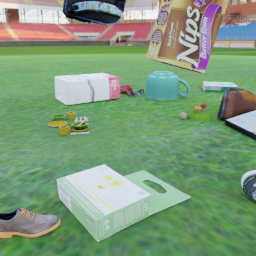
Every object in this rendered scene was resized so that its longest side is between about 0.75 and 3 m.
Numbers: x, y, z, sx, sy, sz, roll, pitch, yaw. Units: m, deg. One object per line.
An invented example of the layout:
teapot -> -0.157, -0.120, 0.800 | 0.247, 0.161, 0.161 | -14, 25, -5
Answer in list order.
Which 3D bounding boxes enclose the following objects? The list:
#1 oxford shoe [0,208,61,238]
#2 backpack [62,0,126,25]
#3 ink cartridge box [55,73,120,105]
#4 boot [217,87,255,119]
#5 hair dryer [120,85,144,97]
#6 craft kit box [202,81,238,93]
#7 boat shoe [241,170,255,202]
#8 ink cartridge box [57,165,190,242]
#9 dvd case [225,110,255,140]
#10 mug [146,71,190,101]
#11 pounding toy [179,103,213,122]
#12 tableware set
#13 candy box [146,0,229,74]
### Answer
oxford shoe -> -1.587, 1.454, 4.374 | 1.030, 0.376, 0.367 | -4, 19, -11
backpack -> -0.648, -2.567, 5.548 | 1.144, 1.044, 0.769 | 8, 8, -20
ink cartridge box -> -1.978, -1.938, 13.480 | 2.646, 1.095, 1.939 | -11, 21, -29
boot -> 5.010, -0.591, 10.335 | 2.995, 1.025, 2.819 | 20, 21, 25
hair dryer -> -0.024, -1.962, 14.626 | 1.630, 0.443, 1.242 | 6, 20, 19
craft kit box -> 5.157, -2.320, 15.819 | 1.733, 0.420, 1.712 | 3, 21, 10
boat shoe -> 3.068, 1.099, 5.083 | 1.840, 0.696, 0.555 | -9, 16, 11
ink cartridge box -> -0.062, 1.135, 5.230 | 2.064, 0.495, 1.502 | -15, 23, -33
dvd case -> 4.671, -0.271, 9.079 | 2.392, 0.210, 1.707 | -17, 22, -11
mug -> 1.869, -2.147, 13.890 | 1.998, 1.236, 1.642 | -7, 20, -20
pounding toy -> 2.542, -0.622, 10.381 | 1.185, 0.550, 0.915 | 5, 19, 15
tableware set -> -2.026, -0.211, 9.532 | 1.363, 0.311, 2.024 | -4, 19, -10
candy box -> 1.352, -2.435, 6.086 | 1.299, 2.227, 0.629 | 10, 15, -23
